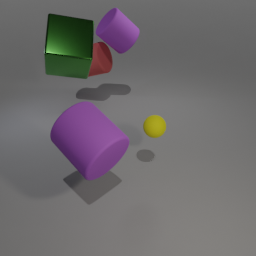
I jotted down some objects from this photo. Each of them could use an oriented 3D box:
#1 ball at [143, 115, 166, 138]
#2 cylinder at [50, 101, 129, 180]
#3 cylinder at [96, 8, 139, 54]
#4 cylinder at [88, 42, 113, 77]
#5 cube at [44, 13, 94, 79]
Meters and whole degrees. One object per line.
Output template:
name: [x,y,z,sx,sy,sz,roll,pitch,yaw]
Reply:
ball: [0.811,-0.046,8.531,0.700,0.700,0.700,0,30,0]
cylinder: [-0.925,0.306,6.862,1.400,1.400,1.400,43,47,20]
cylinder: [-0.457,-4.240,12.297,1.400,1.400,1.400,33,14,-32]
cylinder: [-1.645,-3.128,12.928,1.400,1.400,1.400,-6,26,27]
cube: [-1.891,-2.560,9.001,1.400,1.400,1.400,4,73,-14]
